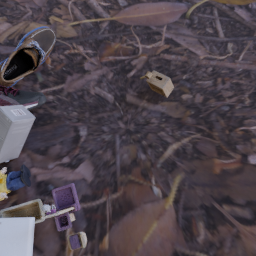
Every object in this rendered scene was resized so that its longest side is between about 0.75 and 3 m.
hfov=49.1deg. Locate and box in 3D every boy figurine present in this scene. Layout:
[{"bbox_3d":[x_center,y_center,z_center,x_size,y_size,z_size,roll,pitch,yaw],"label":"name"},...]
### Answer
[{"bbox_3d":[-3.019,1.309,6.584,1.423,0.458,0.884,-17,46,0],"label":"boy figurine"}]

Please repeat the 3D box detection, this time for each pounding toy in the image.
[{"bbox_3d":[0.814,-1.447,8.217,0.863,0.983,0.450,32,84,28],"label":"pounding toy"}]

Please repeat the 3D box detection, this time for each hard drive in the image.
[{"bbox_3d":[-2.487,2.667,5.482,1.138,0.230,1.725,2,66,-13],"label":"hard drive"}]

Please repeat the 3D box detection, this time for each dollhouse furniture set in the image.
[{"bbox_3d":[-1.899,2.028,5.665,1.716,1.218,1.360,-17,79,4],"label":"dollhouse furniture set"}]

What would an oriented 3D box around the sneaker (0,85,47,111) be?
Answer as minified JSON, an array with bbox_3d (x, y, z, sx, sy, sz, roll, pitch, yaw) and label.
[{"bbox_3d":[-3.725,-1.104,7.650,2.707,1.564,1.024,-10,17,-7],"label":"sneaker"}]

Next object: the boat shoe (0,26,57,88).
[{"bbox_3d":[-3.067,-2.215,8.780,0.979,0.977,2.706,6,56,48],"label":"boat shoe"}]

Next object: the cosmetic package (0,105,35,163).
[{"bbox_3d":[-2.926,0.160,6.877,0.620,1.375,0.734,41,23,15],"label":"cosmetic package"}]
